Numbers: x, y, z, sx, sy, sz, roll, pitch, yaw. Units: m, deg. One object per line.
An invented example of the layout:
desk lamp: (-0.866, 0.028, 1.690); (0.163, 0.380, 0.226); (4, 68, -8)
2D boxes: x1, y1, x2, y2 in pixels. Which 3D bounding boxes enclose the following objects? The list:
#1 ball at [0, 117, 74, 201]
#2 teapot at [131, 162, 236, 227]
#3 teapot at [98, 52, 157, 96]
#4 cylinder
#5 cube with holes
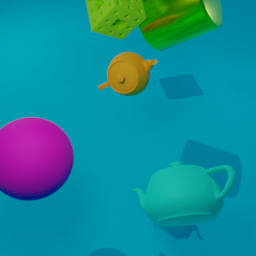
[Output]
ball: (-1.504, 0.476, 4.389); (1.288, 1.288, 1.288); (0, 54, 0)
teapot: (0.838, 1.091, 4.738); (2.079, 1.293, 1.018); (-27, 55, 35)
teapot: (0.004, -0.915, 4.799); (1.227, 0.763, 0.601); (-20, 11, 27)
cylinder: (1.021, -2.435, 5.687); (1.351, 1.351, 1.351); (-12, 45, 36)
cube with holes: (-0.232, -2.174, 5.074); (0.715, 0.715, 0.715); (1, 71, -40)
